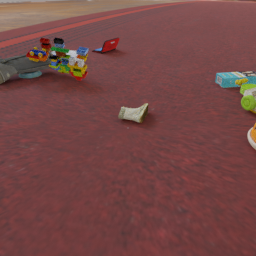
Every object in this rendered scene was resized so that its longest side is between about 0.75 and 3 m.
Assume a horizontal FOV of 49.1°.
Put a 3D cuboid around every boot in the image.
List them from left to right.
[{"bbox_3d":[-4.400,-2.710,11.207,2.410,0.875,2.192,-34,59,-28],"label":"boot"},{"bbox_3d":[0.176,-0.481,8.029,0.726,0.338,0.938,8,32,16],"label":"boot"}]

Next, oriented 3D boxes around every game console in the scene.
[{"bbox_3d":[-1.169,-4.356,14.626,0.706,1.025,1.189,42,44,14],"label":"game console"}]

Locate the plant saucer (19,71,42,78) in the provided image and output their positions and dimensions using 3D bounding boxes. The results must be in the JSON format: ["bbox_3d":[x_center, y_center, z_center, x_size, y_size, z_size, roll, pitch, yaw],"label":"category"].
[{"bbox_3d":[-3.974,-2.239,11.348,0.913,0.164,0.913,-1,30,1],"label":"plant saucer"}]

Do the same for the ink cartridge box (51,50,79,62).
[{"bbox_3d":[-3.035,-3.368,13.214,1.504,0.306,1.507,9,30,16],"label":"ink cartridge box"}]

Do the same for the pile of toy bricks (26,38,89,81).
[{"bbox_3d":[-2.548,-2.570,10.902,2.397,1.183,1.330,13,52,10],"label":"pile of toy bricks"}]

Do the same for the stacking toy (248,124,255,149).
[{"bbox_3d":[3.638,-0.460,6.107,1.582,2.165,1.582,0,29,0],"label":"stacking toy"}]

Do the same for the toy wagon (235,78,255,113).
[{"bbox_3d":[4.440,-0.867,8.516,2.113,0.539,2.723,-15,32,-26],"label":"toy wagon"}]

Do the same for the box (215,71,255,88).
[{"bbox_3d":[4.084,-1.812,10.362,1.511,0.371,0.622,-6,30,-10],"label":"box"}]
